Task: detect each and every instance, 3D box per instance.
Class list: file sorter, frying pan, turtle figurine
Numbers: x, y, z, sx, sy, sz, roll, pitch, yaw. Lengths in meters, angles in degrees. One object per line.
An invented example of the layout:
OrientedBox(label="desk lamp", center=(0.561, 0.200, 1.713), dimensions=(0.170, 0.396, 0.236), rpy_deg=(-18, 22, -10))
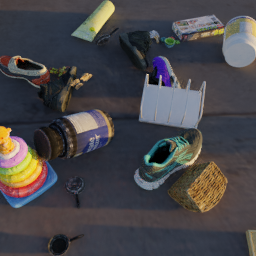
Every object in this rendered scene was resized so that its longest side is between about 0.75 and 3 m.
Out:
OrientedBox(label="file sorter", center=(1.486, -0.936, 9.612), dimensions=(2.068, 1.288, 1.435), rpy_deg=(9, 75, 7))
OrientedBox(label="frying pan", center=(-0.947, -4.086, 12.744), dimensions=(1.221, 0.738, 0.199), rpy_deg=(-28, 84, -11))
OrientedBox(label="frying pan", center=(-1.699, 3.003, 7.497), dimensions=(0.930, 0.151, 0.563), rpy_deg=(-35, 60, -27))
OrientedBox(label="frying pan", center=(-1.641, 1.881, 8.396), dimensions=(0.629, 0.169, 1.040), rpy_deg=(5, 49, 5))
OrientedBox(label="turtle figurine", center=(-2.878, -2.297, 11.575), dimensions=(0.833, 0.332, 1.032), rpy_deg=(6, 52, 5))

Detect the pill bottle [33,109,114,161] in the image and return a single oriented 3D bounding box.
OrientedBox(label="pill bottle", center=(-1.624, 0.215, 8.540), dimensions=(2.261, 1.264, 1.264), rpy_deg=(-19, 50, -43))

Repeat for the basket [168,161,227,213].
OrientedBox(label="basket", center=(2.094, 1.792, 8.270), dimensions=(1.398, 1.041, 0.998), rpy_deg=(-41, 95, -28))

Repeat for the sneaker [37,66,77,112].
OrientedBox(label="sneaker", center=(-2.699, -1.643, 10.737), dimensions=(1.243, 0.830, 2.171), rpy_deg=(13, 58, 2))

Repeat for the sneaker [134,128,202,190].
OrientedBox(label="sneaker", center=(1.382, 0.736, 8.580), dimensions=(2.763, 1.260, 1.072), rpy_deg=(-37, 61, -26))

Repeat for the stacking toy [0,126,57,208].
OrientedBox(label="stacking toy", center=(-3.124, 0.822, 7.591), dimensions=(1.558, 2.685, 1.474), rpy_deg=(-35, 60, -21))

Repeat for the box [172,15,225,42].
OrientedBox(label="box", center=(3.405, -4.843, 13.555), dimensions=(2.210, 0.384, 1.216), rpy_deg=(-14, 53, -11))

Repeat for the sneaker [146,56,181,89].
OrientedBox(label="sneaker", center=(1.194, -2.018, 11.076), dimensions=(1.095, 0.765, 2.201), rpy_deg=(-14, 53, -10))

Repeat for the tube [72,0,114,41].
OrientedBox(label="tube", center=(-1.573, -5.214, 13.708), dimensions=(0.807, 0.722, 2.783), rpy_deg=(-7, 44, 47))

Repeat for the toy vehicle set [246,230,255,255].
OrientedBox(label="toy vehicle set", center=(3.669, 3.442, 7.101), dimensions=(1.000, 0.213, 1.609), rpy_deg=(3, 52, 3))

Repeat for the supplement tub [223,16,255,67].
OrientedBox(label="supplement tub", center=(4.816, -3.692, 11.991), dimensions=(1.424, 1.424, 1.958), rpy_deg=(11, 53, 9))

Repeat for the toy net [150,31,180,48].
OrientedBox(label="toy net", center=(1.613, -4.279, 13.157), dimensions=(1.649, 0.318, 0.865), rpy_deg=(36, 60, 26))

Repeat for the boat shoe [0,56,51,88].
OrientedBox(label="boat shoe", center=(-4.293, -2.474, 11.396), dimensions=(2.701, 0.845, 0.961), rpy_deg=(26, 58, 21))

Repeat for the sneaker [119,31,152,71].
OrientedBox(label="sneaker", center=(0.601, -3.479, 12.127), dimensions=(1.394, 0.930, 2.433), rpy_deg=(-20, 49, -7))

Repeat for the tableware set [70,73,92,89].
OrientedBox(label="tableware set", center=(-1.728, -1.761, 10.399), dimensions=(0.804, 0.963, 0.112), rpy_deg=(-38, 86, 6))
